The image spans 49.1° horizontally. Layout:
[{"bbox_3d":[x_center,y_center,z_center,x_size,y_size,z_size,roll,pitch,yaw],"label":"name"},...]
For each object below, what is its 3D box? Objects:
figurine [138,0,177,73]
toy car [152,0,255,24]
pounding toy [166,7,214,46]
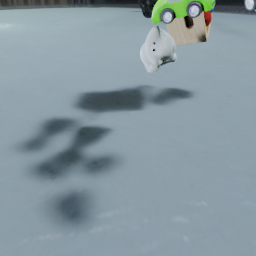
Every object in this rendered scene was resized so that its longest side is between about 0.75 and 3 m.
[{"bbox_3d":[0.536,-1.967,5.109,0.799,1.857,1.812,-2,9,7],"label":"figurine"},{"bbox_3d":[1.223,-1.790,3.575,2.033,0.482,2.161,-4,30,26],"label":"toy car"},{"bbox_3d":[1.622,-3.186,6.914,1.297,1.824,1.679,-1,46,26],"label":"pounding toy"}]
